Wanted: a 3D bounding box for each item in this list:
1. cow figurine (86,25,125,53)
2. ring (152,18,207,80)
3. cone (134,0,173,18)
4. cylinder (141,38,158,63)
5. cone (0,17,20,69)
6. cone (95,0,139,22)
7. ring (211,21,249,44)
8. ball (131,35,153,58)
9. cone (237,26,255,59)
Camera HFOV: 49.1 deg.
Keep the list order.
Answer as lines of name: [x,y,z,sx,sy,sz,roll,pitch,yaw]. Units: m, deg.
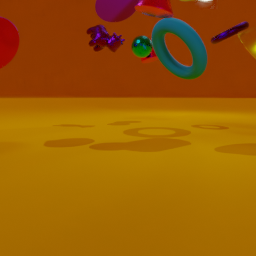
cow figurine: [-0.797,-3.245,10.044,1.256,1.276,0.700,-20,-22,17]
ring: [1.496,-2.320,8.365,0.405,2.025,2.025,-42,22,-17]
cone: [0.679,-3.065,6.282,0.906,0.909,0.906,12,10,-2]
cylinder: [0.832,-3.092,11.239,0.769,0.769,0.769,-14,-1,0]
cone: [-3.256,-2.071,6.032,1.247,1.242,1.242,38,22,20]
cone: [-0.395,-3.523,7.127,1.114,1.118,1.114,-13,-23,-6]
ring: [3.537,-3.309,9.764,1.334,0.267,1.334,-25,8,4]
ball: [0.526,-3.052,10.504,0.803,0.803,0.803,0,7,0]
cone: [3.160,-1.919,5.496,1.344,1.344,1.349,-7,-31,-47]
